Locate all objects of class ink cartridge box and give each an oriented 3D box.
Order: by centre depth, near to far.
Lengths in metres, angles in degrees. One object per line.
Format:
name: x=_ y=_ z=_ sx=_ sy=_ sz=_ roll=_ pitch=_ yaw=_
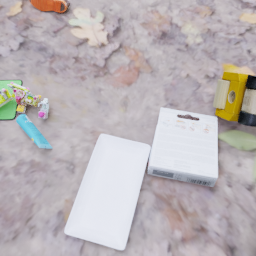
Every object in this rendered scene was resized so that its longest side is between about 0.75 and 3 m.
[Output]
ink cartridge box: x=1.642 y=0.479 z=8.182 sx=1.845 sy=0.570 sz=2.275 roll=10 pitch=47 yaw=6

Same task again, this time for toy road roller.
toy road roller: x=3.604 y=-0.798 z=7.935 sx=1.589 sy=2.176 sz=1.337 roll=4 pitch=104 yaw=-15

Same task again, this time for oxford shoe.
oxford shoe: x=-3.166 y=-5.072 z=11.314 sx=1.699 sy=0.606 sz=0.619 roll=18 pitch=41 yaw=6

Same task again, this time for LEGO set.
LEGO set: x=-3.638 y=-0.822 z=8.433 sx=2.408 sy=0.896 sz=1.108 roll=-2 pitch=79 yaw=-3

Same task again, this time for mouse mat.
mouse mat: x=-4.204 y=-0.931 z=9.147 sx=1.303 sy=0.061 sz=1.619 roll=-1 pitch=59 yaw=0

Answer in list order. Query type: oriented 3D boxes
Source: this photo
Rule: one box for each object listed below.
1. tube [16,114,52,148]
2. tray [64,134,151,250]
tube: x=-2.799 y=0.138 z=8.300 sx=1.405 sy=0.544 sz=0.354 roll=42 pitch=109 yaw=25
tray: x=-0.452 y=1.597 z=7.531 sx=1.563 sy=0.323 sz=2.911 roll=13 pitch=61 yaw=9
